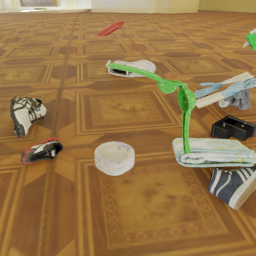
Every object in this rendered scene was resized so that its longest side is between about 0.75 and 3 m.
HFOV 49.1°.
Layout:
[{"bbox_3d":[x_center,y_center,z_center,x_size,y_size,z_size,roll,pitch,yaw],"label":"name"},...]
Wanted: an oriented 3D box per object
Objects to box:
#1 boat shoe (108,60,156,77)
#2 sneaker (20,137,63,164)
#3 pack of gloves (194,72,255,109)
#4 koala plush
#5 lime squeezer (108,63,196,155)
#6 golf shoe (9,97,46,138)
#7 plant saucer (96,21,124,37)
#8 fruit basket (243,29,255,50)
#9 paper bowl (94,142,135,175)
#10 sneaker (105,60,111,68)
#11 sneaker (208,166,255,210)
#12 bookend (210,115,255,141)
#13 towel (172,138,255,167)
[{"bbox_3d":[0.171,-3.416,16.317,2.800,1.008,0.920,12,37,20],"label":"boat shoe"},{"bbox_3d":[-2.799,0.803,9.299,0.736,0.532,1.506,21,35,36],"label":"sneaker"},{"bbox_3d":[4.375,-1.996,12.938,2.983,0.589,2.506,-21,16,11],"label":"pack of gloves"},{"bbox_3d":[4.843,-1.330,12.825,1.243,1.142,1.102,-3,34,41],"label":"koala plush"},{"bbox_3d":[0.781,-0.622,5.654,0.938,2.656,0.501,-37,29,15],"label":"lime squeezer"},{"bbox_3d":[-3.981,-0.620,11.257,1.352,1.113,2.862,-9,32,-15],"label":"golf shoe"},{"bbox_3d":[-0.574,-3.389,9.635,0.862,0.158,0.860,-23,13,25],"label":"plant saucer"},{"bbox_3d":[4.297,-3.029,9.054,1.205,0.610,1.301,-27,13,32],"label":"fruit basket"},{"bbox_3d":[-0.421,1.003,8.829,1.252,0.651,1.252,0,30,0],"label":"paper bowl"},{"bbox_3d":[-1.291,-4.146,18.278,0.401,0.341,0.907,-16,32,-4],"label":"sneaker"},{"bbox_3d":[3.116,1.413,8.066,1.094,0.707,2.017,28,43,37],"label":"sneaker"},{"bbox_3d":[3.944,0.103,10.533,1.178,0.543,1.171,-24,37,-35],"label":"bookend"},{"bbox_3d":[2.625,0.752,8.861,2.325,0.560,1.990,2,8,5],"label":"towel"}]
